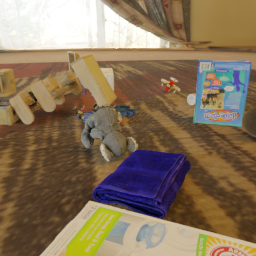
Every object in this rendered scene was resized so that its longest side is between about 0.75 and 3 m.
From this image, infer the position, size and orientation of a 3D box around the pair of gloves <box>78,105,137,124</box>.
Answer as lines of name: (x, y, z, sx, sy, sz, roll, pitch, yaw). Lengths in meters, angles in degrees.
pair of gloves: (-0.710, -0.522, 10.449, 1.724, 0.244, 2.145, 12, 24, 25)

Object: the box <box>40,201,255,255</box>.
box: (0.259, 1.740, 2.904, 2.121, 1.075, 1.193, 8, 23, 22)

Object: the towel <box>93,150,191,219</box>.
towel: (0.384, 0.985, 5.852, 1.496, 0.502, 2.026, 10, 22, 23)

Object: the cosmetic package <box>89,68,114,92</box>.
cosmetic package: (-1.448, -2.666, 15.346, 1.326, 0.966, 2.609, -1, 18, -3)

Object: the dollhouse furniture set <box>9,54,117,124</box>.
dollhouse furniture set: (-2.191, -1.154, 10.437, 2.895, 1.884, 2.660, -26, 12, 19)

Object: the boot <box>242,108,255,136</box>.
boot: (4.758, -0.138, 8.668, 2.994, 1.102, 1.130, -2, -2, -10)

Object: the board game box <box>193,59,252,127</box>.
board game box: (3.117, -1.175, 9.427, 1.637, 2.152, 0.484, 6, 21, 13)

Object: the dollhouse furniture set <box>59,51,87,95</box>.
dollhouse furniture set: (-3.191, -2.584, 13.486, 1.687, 2.129, 1.511, 21, 33, 40)

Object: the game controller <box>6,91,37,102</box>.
game controller: (-4.475, -1.296, 12.473, 1.119, 0.452, 2.144, -10, 17, 15)

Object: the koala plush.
koala plush: (-0.457, 0.253, 7.155, 1.137, 1.179, 1.283, -13, 50, -28)

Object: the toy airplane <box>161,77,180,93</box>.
toy airplane: (2.167, -2.181, 14.355, 0.871, 0.617, 0.875, -3, 53, -15)

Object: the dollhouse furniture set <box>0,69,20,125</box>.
dollhouse furniture set: (-4.569, -1.160, 9.863, 1.274, 1.808, 1.267, 1, 20, 3)

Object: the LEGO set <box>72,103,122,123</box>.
LEGO set: (-0.885, -0.495, 8.805, 1.782, 1.157, 0.505, 19, 57, 18)

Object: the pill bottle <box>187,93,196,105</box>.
pill bottle: (3.033, -1.277, 12.144, 0.864, 0.488, 0.488, -12, 23, -31)
